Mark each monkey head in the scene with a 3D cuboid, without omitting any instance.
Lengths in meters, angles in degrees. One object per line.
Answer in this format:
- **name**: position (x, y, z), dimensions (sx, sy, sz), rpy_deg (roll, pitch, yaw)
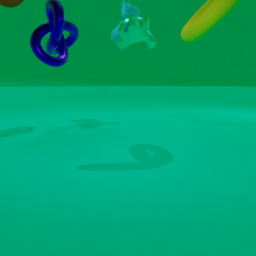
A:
- **monkey head**: position (0.316, -3.309, 9.919), dimensions (1.107, 1.321, 1.837), rpy_deg (-33, 0, -23)

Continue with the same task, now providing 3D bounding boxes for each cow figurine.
- **cow figurine**: position (-0.124, -3.972, 10.786), dimensions (1.495, 1.471, 0.821), rpy_deg (-36, 18, -4)

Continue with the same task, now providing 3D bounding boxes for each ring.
- **ring**: position (1.811, -2.502, 5.931), dimensions (0.342, 1.709, 1.709), rpy_deg (43, 3, -11)

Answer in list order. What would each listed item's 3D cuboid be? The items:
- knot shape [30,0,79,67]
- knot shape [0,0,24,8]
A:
- **knot shape**: position (-2.180, -2.633, 8.301), dimensions (0.883, 1.788, 1.910), rpy_deg (11, -27, 8)
- **knot shape**: position (-2.995, -3.730, 6.986), dimensions (1.918, 0.886, 1.795), rpy_deg (0, 5, 4)
